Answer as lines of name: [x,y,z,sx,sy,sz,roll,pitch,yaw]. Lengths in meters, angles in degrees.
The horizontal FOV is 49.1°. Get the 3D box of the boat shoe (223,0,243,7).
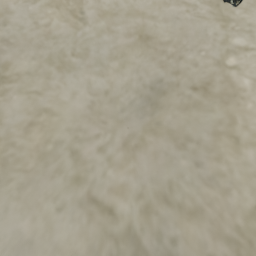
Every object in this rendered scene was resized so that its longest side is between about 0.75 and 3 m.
boat shoe: [2.334,-2.960,5.773,0.569,0.713,1.885,39,21,0]
